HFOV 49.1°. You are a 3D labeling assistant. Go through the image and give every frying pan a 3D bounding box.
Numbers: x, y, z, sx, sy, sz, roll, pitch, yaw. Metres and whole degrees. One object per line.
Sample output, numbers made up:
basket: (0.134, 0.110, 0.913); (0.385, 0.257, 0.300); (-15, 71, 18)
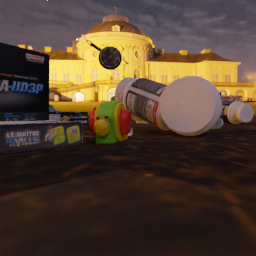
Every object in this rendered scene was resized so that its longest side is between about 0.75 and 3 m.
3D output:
frying pan: (-0.776, -2.729, 9.920); (0.850, 1.405, 0.229); (-32, 4, -5)

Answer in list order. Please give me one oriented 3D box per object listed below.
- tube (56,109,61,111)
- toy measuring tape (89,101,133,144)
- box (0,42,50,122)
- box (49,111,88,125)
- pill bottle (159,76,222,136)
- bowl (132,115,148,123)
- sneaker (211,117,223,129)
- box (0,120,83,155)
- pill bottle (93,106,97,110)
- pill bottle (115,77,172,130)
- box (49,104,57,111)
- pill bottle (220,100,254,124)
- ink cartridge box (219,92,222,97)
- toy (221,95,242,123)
tube: (-3.862, -0.524, 12.841); (0.755, 0.676, 2.603); (-19, 0, 16)
toy measuring tape: (-0.202, -0.138, 5.065); (0.738, 0.738, 2.007); (1, 3, 13)
box: (-3.042, -0.945, 6.755); (0.610, 2.107, 2.651); (4, 4, 28)
box: (-2.876, -0.343, 10.149); (2.284, 0.525, 1.816); (2, 4, 37)
pill bottle: (1.396, -0.469, 6.087); (1.232, 1.232, 2.174); (1, 4, 18)
bowl: (0.769, -0.636, 12.690); (1.794, 0.842, 1.794); (-1, 3, 0)
sneaker: (2.022, -0.173, 8.186); (1.450, 0.529, 0.513); (11, -2, 20)
box: (-1.716, 0.103, 3.652); (1.109, 0.350, 2.015); (3, 4, 40)
pill bottle: (-0.451, -0.294, 7.810); (0.691, 0.691, 1.236); (1, 4, 23)
pill bottle: (0.604, -0.801, 8.140); (1.182, 1.182, 2.041); (-3, 22, -42)
box: (-3.405, -0.656, 12.898); (0.181, 1.045, 0.575); (-45, -11, 16)
pill bottle: (4.379, -0.673, 11.826); (0.963, 0.963, 1.734); (-1, 7, -21)
ink cartridge box: (2.048, -0.510, 8.411); (1.376, 0.301, 1.389); (1, -37, 13)
toy: (4.006, -0.781, 12.935); (2.369, 1.364, 0.559); (-1, 26, 16)
